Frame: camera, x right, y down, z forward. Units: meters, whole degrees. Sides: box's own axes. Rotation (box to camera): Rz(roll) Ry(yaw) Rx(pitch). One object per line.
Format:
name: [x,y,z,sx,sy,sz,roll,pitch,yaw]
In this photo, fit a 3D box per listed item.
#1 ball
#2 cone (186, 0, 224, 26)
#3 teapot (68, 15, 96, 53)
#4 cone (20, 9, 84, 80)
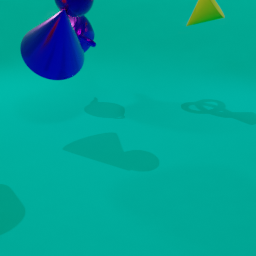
ball: [-1.122,-2.752,5.821,0.838,0.838,0.838,0,27,0]
cone: [2.087,-3.273,8.107,0.978,0.975,0.975,-34,9,32]
teapot: [-1.606,-2.842,8.711,1.007,1.279,2.057,28,5,-45]
cone: [-1.530,-2.078,6.152,1.518,1.518,1.524,-15,-13,-27]
